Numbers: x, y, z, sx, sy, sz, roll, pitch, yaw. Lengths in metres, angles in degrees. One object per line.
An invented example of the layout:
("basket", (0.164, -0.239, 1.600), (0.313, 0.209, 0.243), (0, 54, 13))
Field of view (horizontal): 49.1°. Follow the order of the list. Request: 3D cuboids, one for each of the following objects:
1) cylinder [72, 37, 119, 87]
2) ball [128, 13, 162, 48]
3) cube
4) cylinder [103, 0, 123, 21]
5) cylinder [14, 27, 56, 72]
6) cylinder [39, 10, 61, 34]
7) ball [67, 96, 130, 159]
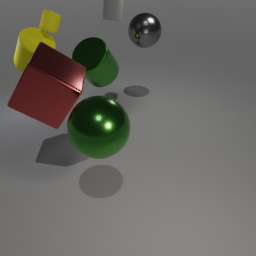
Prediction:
("cylinder", (-1.210, -2.469, 10.670), (1.400, 1.400, 1.400), (-5, 72, 15))
("ball", (0.703, -4.068, 11.712), (1.400, 1.400, 1.400), (0, 31, 0))
("cube", (-2.087, -1.117, 7.408), (1.400, 1.400, 1.400), (27, 32, -22))
("cylinder", (-0.546, -4.299, 10.180), (0.700, 0.700, 0.700), (5, 22, -2))
("cylinder", (-3.819, -3.089, 11.435), (1.400, 1.400, 1.400), (15, 54, -23))
("cylinder", (-3.061, -4.178, 11.029), (0.700, 0.700, 0.700), (17, 9, -3))
("ball", (-0.644, -0.017, 6.236), (1.400, 1.400, 1.400), (0, 31, 0))
